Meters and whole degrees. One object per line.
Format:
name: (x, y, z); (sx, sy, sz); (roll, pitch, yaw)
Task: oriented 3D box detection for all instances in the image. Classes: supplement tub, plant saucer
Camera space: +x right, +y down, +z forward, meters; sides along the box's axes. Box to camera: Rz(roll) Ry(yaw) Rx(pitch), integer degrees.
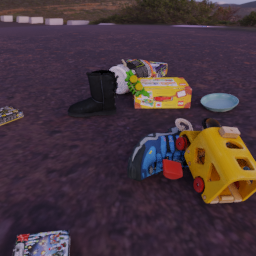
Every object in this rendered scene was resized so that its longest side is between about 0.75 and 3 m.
supplement tub: (0.181, -2.730, 14.511); (1.473, 1.473, 2.403); (19, 31, 34)
plant saucer: (4.003, -1.083, 12.285); (1.583, 0.285, 1.583); (-5, 29, 3)

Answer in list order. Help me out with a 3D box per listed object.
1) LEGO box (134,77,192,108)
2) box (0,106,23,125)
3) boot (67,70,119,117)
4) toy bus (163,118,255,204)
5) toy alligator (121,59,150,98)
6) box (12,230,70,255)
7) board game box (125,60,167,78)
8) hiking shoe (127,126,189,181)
LEGO box: (1.495, -1.641, 12.842); (2.431, 0.938, 1.810); (0, 26, 0)
box: (-5.038, -0.482, 11.178); (1.016, 0.314, 1.272); (19, 32, 31)
boot: (-1.420, -1.402, 11.380); (2.183, 1.789, 0.808); (-4, 26, -6)
toy bus: (2.216, 0.549, 6.950); (2.592, 1.340, 2.446); (34, 42, 9)
toy alligator: (0.109, -1.518, 9.125); (0.438, 1.614, 0.479); (-37, -14, 5)
box: (-1.569, 2.503, 4.962); (1.019, 0.297, 1.488); (-4, 26, -8)
board game box: (0.799, -3.441, 16.854); (2.619, 0.742, 2.165); (11, 30, 22)
hiking shoe: (1.204, 0.685, 7.820); (1.278, 1.097, 2.948); (20, 32, 37)
